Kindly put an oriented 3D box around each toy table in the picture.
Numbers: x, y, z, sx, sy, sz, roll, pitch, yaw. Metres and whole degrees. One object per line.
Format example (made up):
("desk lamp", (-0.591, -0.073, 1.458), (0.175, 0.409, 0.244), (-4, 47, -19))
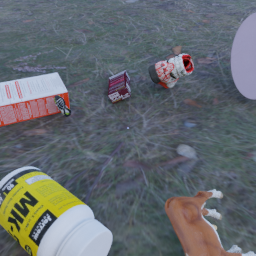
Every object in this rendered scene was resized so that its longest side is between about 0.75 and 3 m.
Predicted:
("toy table", (4.664, -2.397, 9.537), (1.597, 2.727, 2.507), (-10, 23, -42))

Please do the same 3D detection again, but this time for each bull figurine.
("bull figurine", (1.391, 2.039, 4.792), (1.226, 0.658, 2.019), (-12, 62, -20))

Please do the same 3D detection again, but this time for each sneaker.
("sneaker", (1.671, -1.899, 9.485), (1.249, 0.778, 2.330), (-15, -2, 25))
("sneaker", (-2.055, -0.683, 8.544), (0.340, 0.839, 0.310), (30, 64, 36))

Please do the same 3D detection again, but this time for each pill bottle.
("pill bottle", (-1.425, 1.734, 5.181), (2.186, 1.249, 1.249), (26, 44, 30))

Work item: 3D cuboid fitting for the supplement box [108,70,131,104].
("supplement box", (-0.302, -1.467, 9.943), (0.721, 0.403, 1.324), (-22, 34, 15))

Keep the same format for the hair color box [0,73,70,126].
("hair color box", (-3.342, -0.943, 9.097), (2.561, 0.819, 1.420), (-14, 42, -20))
